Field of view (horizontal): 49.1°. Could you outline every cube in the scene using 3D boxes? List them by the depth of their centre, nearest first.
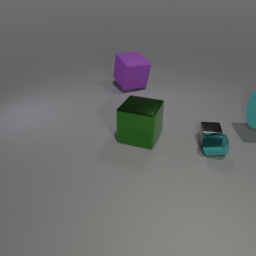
[{"bbox_3d":[3.031,0.247,10.333,0.700,0.700,0.700,3,34,5],"label":"cube"},{"bbox_3d":[0.472,-0.252,10.529,1.400,1.400,1.400,11,32,18],"label":"cube"},{"bbox_3d":[0.182,-3.004,14.656,1.400,1.400,1.400,-11,44,-25],"label":"cube"}]

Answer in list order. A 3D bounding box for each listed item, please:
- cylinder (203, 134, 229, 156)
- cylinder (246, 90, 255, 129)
[{"bbox_3d":[3.013,0.586,9.576,0.700,0.700,0.700,-8,21,36],"label":"cylinder"},{"bbox_3d":[5.202,-0.620,9.982,1.400,1.400,1.400,5,30,-2],"label":"cylinder"}]
